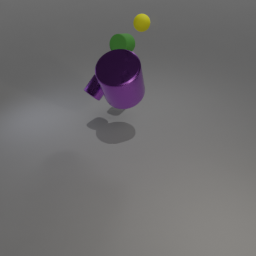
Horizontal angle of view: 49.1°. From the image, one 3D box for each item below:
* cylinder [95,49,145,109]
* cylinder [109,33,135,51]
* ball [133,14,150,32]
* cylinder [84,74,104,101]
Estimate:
[{"bbox_3d":[-0.212,-1.525,8.918,1.400,1.400,1.400,-4,65,8],"label":"cylinder"},{"bbox_3d":[-0.194,-2.961,9.878,0.700,0.700,0.700,14,24,21],"label":"cylinder"},{"bbox_3d":[0.565,-4.323,11.518,0.700,0.700,0.700,0,32,0],"label":"ball"},{"bbox_3d":[-1.135,-1.472,10.222,0.700,0.700,0.700,35,4,-3],"label":"cylinder"}]
